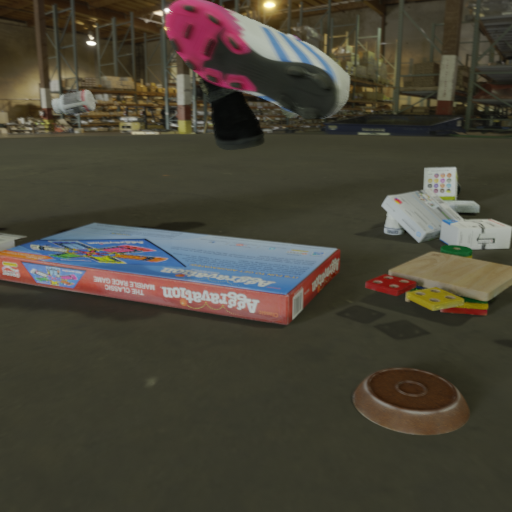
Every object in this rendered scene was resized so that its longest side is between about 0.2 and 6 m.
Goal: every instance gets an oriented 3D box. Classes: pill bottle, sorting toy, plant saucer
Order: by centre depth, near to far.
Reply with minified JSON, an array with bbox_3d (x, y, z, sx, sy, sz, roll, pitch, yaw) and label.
[{"bbox_3d":[1.584,1.435,5.762,1.160,0.200,1.160,-1,15,0],"label":"plant saucer"},{"bbox_3d":[2.986,0.471,8.536,1.516,0.532,3.145,14,20,40],"label":"sorting toy"},{"bbox_3d":[-4.025,-3.353,12.330,0.828,0.458,0.458,-8,15,7],"label":"pill bottle"}]

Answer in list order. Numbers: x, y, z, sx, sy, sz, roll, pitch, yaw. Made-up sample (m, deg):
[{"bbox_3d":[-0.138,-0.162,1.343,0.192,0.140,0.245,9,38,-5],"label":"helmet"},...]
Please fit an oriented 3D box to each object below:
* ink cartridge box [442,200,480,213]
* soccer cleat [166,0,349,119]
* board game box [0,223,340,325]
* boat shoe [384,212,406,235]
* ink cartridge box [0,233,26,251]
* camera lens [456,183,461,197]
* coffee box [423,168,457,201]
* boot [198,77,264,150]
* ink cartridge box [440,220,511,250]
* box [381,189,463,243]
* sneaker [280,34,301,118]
[{"bbox_3d":[5.519,-1.373,15.568,1.163,0.252,1.142,2,12,14],"label":"ink cartridge box"},{"bbox_3d":[0.049,-2.601,7.443,2.601,0.908,1.123,31,37,8],"label":"soccer cleat"},{"bbox_3d":[-1.502,0.135,9.751,5.361,0.521,2.760,7,16,22],"label":"board game box"},{"bbox_3d":[3.441,-1.055,13.551,0.646,0.745,1.748,8,18,24],"label":"boat shoe"},{"bbox_3d":[-5.078,-0.019,10.128,1.433,0.601,1.258,8,18,26],"label":"ink cartridge box"},{"bbox_3d":[6.104,-2.120,17.748,0.529,0.529,0.661,-4,16,-14],"label":"camera lens"},{"bbox_3d":[5.374,-2.032,16.318,0.878,0.870,0.880,2,-8,22],"label":"coffee box"},{"bbox_3d":[-0.616,-3.330,11.356,0.944,1.876,2.510,-16,35,-10],"label":"boot"},{"bbox_3d":[4.667,-0.467,11.941,1.176,0.496,0.858,-2,16,-6],"label":"ink cartridge box"},{"bbox_3d":[3.871,-0.954,12.868,1.651,0.340,1.287,-13,52,-39],"label":"box"},{"bbox_3d":[0.517,-3.721,12.175,1.116,2.241,0.839,-41,67,-13],"label":"sneaker"}]
